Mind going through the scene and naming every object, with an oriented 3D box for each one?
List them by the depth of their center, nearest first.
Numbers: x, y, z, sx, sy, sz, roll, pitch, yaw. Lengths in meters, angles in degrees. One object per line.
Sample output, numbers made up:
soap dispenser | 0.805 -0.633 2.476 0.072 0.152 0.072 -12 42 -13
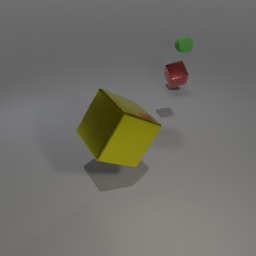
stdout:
cube | -0.270 0.017 7.473 1.400 1.400 1.400 17 20 -42
cube | 1.873 -2.084 10.937 0.700 0.700 0.700 -17 68 -3
cylinder | 2.651 -3.951 13.270 0.700 0.700 0.700 -5 18 -8
